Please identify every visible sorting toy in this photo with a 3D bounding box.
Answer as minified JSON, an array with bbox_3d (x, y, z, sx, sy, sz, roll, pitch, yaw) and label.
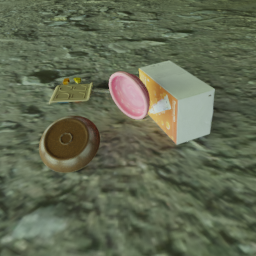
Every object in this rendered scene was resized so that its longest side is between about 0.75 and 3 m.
[{"bbox_3d":[-1.747,-1.205,8.972,1.271,0.228,1.706,-6,32,2],"label":"sorting toy"}]

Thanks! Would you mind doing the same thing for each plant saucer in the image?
[{"bbox_3d":[-1.312,0.275,6.105,1.390,0.254,1.390,-4,62,7],"label":"plant saucer"},{"bbox_3d":[0.075,-0.785,6.511,1.220,1.220,0.309,29,54,36],"label":"plant saucer"}]

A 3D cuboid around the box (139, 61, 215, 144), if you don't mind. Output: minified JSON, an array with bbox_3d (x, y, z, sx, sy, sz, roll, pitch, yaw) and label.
[{"bbox_3d":[1.166,-0.738,7.239,0.994,1.269,2.040,-17,36,-16],"label":"box"}]
